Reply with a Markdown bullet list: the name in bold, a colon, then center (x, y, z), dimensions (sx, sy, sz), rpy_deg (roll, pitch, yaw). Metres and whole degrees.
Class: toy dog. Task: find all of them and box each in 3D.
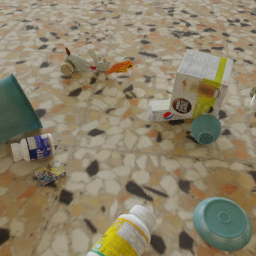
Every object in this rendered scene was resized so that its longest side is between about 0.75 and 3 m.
- **toy dog**: center (-2.276, -3.576, 14.474), dimensions (2.575, 1.240, 1.698), rpy_deg (-13, 45, -13)

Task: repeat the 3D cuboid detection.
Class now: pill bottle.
- **pill bottle**: center (-0.090, 3.107, 7.649), dimensions (1.120, 1.120, 1.986), rpy_deg (28, 51, 26)
- **pill bottle**: center (-3.449, 0.739, 10.177), dimensions (1.401, 0.839, 0.839), rpy_deg (-13, 45, -23)

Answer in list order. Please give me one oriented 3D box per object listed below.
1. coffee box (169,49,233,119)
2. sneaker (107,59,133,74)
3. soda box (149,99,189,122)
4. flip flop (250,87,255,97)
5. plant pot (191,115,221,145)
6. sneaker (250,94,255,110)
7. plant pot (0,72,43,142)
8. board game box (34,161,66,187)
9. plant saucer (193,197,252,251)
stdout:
- **coffee box**: center (2.836, -1.645, 11.035), dimensions (1.903, 1.921, 1.924), rpy_deg (17, 46, 12)
- **sneaker**: center (-0.363, -3.002, 13.992), dimensions (1.506, 0.549, 0.581), rpy_deg (-28, 78, -24)
- **soda box**: center (1.961, -0.807, 12.036), dimensions (2.046, 0.651, 0.697), rpy_deg (-6, 44, -7)
- **flip flop**: center (6.717, -1.526, 12.792), dimensions (2.145, 0.618, 0.870), rpy_deg (22, 48, 19)
- **plant pot**: center (2.949, 0.186, 10.573), dimensions (1.141, 1.141, 0.768), rpy_deg (9, 35, 9)
- **sneaker**: center (6.807, -1.089, 11.813), dimensions (2.834, 1.200, 1.032), rpy_deg (6, 63, 10)
- **plant pot**: center (-4.912, -0.526, 10.686), dimensions (2.379, 2.430, 2.430), rpy_deg (-29, 51, -17)
- **board game box**: center (-2.761, 1.594, 9.901), dimensions (0.940, 0.163, 0.637), rpy_deg (-25, 49, -24)
- **plant saucer**: center (2.910, 2.803, 8.544), dimensions (1.774, 0.319, 1.774), rpy_deg (0, 44, 0)
